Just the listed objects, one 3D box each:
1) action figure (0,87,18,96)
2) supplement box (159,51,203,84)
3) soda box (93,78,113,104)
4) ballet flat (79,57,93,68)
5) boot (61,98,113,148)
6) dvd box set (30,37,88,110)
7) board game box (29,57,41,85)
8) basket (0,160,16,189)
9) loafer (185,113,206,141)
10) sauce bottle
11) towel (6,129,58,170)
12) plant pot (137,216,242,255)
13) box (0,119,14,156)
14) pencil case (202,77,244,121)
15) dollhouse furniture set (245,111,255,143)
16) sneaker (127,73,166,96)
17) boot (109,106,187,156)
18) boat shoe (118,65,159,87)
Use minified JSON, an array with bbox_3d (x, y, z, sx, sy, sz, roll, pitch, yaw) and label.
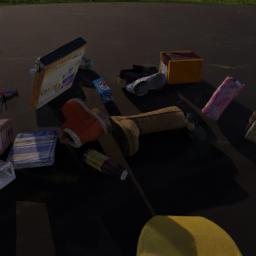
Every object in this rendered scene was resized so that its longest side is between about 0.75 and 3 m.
[{"bbox_3d":[-5.633,-1.771,13.098,0.850,0.421,0.277,-23,37,-30],"label":"action figure"},{"bbox_3d":[2.754,-3.246,14.808,1.763,1.187,1.787,-5,31,-9],"label":"supplement box"},{"bbox_3d":[-1.138,-1.727,12.776,0.498,0.527,1.553,-22,35,-8],"label":"soda box"},{"bbox_3d":[-3.003,-3.950,16.449,1.968,0.730,0.730,15,34,27],"label":"ballet flat"},{"bbox_3d":[-1.902,-0.203,9.893,1.485,1.039,2.769,-35,35,-21],"label":"boot"},{"bbox_3d":[-2.668,-1.990,10.524,0.408,2.772,2.028,44,55,3],"label":"dvd box set"},{"bbox_3d":[-4.049,-3.098,14.967,1.832,0.798,2.483,-3,31,-5],"label":"board game box"},{"bbox_3d":[-3.627,1.320,7.690,0.513,0.563,0.831,13,33,29],"label":"basket"},{"bbox_3d":[2.382,0.038,10.077,0.499,0.436,1.388,18,36,-23],"label":"loafer"},{"bbox_3d":[-0.668,1.081,8.176,1.476,0.478,0.478,25,39,33],"label":"sauce bottle"},{"bbox_3d":[-3.058,0.659,9.128,1.471,0.238,2.003,-6,29,-6],"label":"towel"},{"bbox_3d":[0.931,2.471,4.742,1.700,1.712,1.751,1,24,2],"label":"plant pot"},{"bbox_3d":[-4.351,0.392,8.407,1.180,0.883,2.357,-3,13,-5],"label":"box"},{"bbox_3d":[3.571,-1.103,10.588,0.757,1.733,0.757,29,21,-12],"label":"pencil case"},{"bbox_3d":[4.783,-0.153,9.389,1.092,1.441,1.644,27,53,14],"label":"dollhouse furniture set"},{"bbox_3d":[0.913,-2.178,13.404,2.256,0.840,0.982,-20,25,-35],"label":"sneaker"},{"bbox_3d":[0.853,-0.043,9.705,2.637,0.872,2.310,-9,31,-16],"label":"boot"},{"bbox_3d":[0.611,-2.822,14.412,2.780,0.865,1.037,-23,35,-37],"label":"boat shoe"}]
